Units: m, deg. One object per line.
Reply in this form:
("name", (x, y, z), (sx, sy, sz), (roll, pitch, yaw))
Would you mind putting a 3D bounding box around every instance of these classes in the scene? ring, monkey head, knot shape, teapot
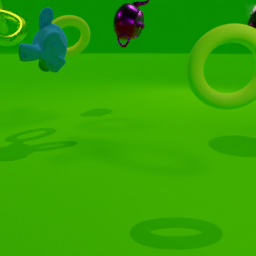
("ring", (-1.584, -2.372, 7.343), (1.240, 1.240, 0.248), (-10, 56, -30))
("ring", (1.282, -0.750, 3.543), (1.072, 1.072, 0.214), (2, 20, 8))
("monkey head", (-1.849, -1.755, 6.075), (1.083, 1.505, 0.907), (-8, 42, -27))
("knot shape", (-3.674, -3.122, 7.684), (1.845, 0.853, 1.727), (33, 21, -30))
("teapot", (0.134, -3.717, 9.783), (0.990, 2.022, 1.257), (20, -8, 17))

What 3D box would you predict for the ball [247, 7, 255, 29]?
("ball", (3.537, -2.415, 6.595), (1.364, 1.364, 1.364), (0, 16, 0))
